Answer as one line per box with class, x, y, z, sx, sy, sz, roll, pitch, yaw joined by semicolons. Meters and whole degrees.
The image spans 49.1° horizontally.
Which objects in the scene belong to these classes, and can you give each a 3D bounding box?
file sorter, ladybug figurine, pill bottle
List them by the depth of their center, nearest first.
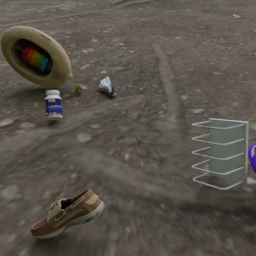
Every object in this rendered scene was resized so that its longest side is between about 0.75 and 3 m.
file sorter;1.862;0.525;5.827;0.809;1.299;0.901;-11;12;-37
pill bottle;-2.222;-0.681;8.357;0.483;0.834;0.483;-6;-6;-1
ladybug figurine;-3.087;-2.497;9.826;2.673;1.814;0.961;34;29;-7

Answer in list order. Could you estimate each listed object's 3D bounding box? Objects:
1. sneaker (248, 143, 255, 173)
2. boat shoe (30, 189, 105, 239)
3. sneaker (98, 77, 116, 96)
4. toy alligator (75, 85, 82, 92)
sneaker;2.873;0.971;5.411;0.640;0.916;1.841;-30;53;21
boat shoe;-1.126;1.482;4.954;1.464;0.526;0.554;-26;10;11
sneaker;-0.786;-1.420;10.046;0.505;0.437;1.165;-21;34;-4
toy alligator;-1.783;-1.452;10.052;0.255;0.185;0.769;-19;20;-2
